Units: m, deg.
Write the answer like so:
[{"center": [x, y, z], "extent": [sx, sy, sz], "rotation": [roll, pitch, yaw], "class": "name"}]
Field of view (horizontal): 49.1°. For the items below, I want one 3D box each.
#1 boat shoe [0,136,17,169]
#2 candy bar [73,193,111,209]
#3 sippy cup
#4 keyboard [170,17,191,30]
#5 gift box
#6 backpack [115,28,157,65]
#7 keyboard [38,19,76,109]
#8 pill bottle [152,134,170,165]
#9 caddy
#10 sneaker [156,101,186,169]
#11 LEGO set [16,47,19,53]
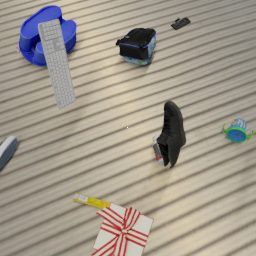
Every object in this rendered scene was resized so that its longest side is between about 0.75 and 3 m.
[{"center": [-5.053, 1.147, 10.423], "extent": [0.793, 0.806, 2.236], "rotation": [26, 67, 9], "class": "boat shoe"}, {"center": [-1.311, 2.631, 10.009], "extent": [1.394, 0.154, 0.348], "rotation": [14, 59, 8], "class": "candy bar"}, {"center": [4.365, 0.050, 11.093], "extent": [1.022, 0.802, 0.749], "rotation": [37, 54, -9], "class": "sippy cup"}, {"center": [2.657, -5.406, 14.315], "extent": [1.023, 0.131, 0.614], "rotation": [-32, 66, -17], "class": "keyboard"}, {"center": [-0.260, 3.388, 8.753], "extent": [1.772, 1.655, 1.635], "rotation": [15, 63, 6], "class": "gift box"}, {"center": [0.498, -3.746, 12.723], "extent": [1.539, 1.236, 1.682], "rotation": [16, 52, 21], "class": "backpack"}, {"center": [-2.322, -2.064, 9.397], "extent": [0.153, 2.876, 0.810], "rotation": [21, 39, 40], "class": "keyboard"}, {"center": [1.296, 0.805, 10.714], "extent": [0.624, 0.624, 1.127], "rotation": [-11, 62, -6], "class": "pill bottle"}, {"center": [-3.655, -4.184, 12.935], "extent": [2.029, 1.507, 2.871], "rotation": [44, 68, -5], "class": "caddy"}, {"center": [1.314, 0.210, 8.950], "extent": [1.029, 1.974, 0.593], "rotation": [-31, 23, -31], "class": "sneaker"}, {"center": [-4.821, -3.866, 13.349], "extent": [1.004, 0.374, 0.462], "rotation": [-25, 65, -13], "class": "LEGO set"}]
